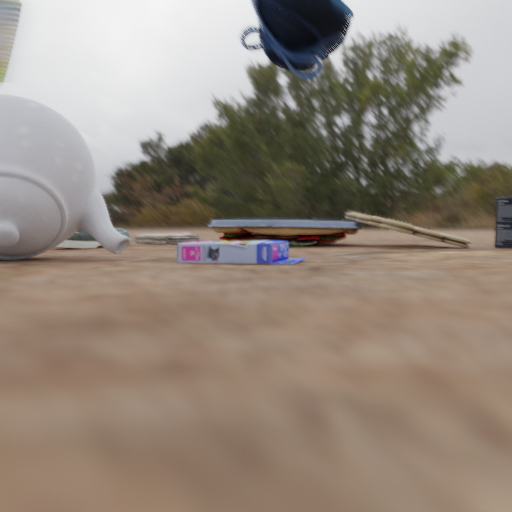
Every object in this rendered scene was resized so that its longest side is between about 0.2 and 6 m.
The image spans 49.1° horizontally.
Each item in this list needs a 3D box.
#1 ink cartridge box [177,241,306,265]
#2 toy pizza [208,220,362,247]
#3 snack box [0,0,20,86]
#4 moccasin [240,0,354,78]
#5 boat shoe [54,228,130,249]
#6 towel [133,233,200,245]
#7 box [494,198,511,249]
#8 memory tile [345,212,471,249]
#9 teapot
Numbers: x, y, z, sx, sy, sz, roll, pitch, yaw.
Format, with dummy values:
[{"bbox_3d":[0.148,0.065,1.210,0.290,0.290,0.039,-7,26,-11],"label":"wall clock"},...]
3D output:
[{"bbox_3d":[-0.150,-0.044,6.581,1.351,0.284,0.806,3,4,17],"label":"ink cartridge box"},{"bbox_3d":[0.612,-0.483,12.059,3.296,0.522,3.296,1,2,0],"label":"toy pizza"},{"bbox_3d":[-4.104,-3.208,8.741,0.468,1.257,1.767,16,-2,-27],"label":"snack box"},{"bbox_3d":[0.532,-2.475,6.267,1.098,0.931,2.730,38,19,8],"label":"moccasin"},{"bbox_3d":[-3.117,-0.528,10.845,0.866,0.735,2.378,1,3,15],"label":"boat shoe"},{"bbox_3d":[-2.052,-0.396,12.835,0.997,0.259,1.505,-2,3,-41],"label":"towel"},{"bbox_3d":[5.059,-0.620,10.558,1.049,0.955,0.546,-3,4,-30],"label":"box"},{"bbox_3d":[2.946,-0.549,11.156,1.847,0.202,2.410,12,6,-14],"label":"memory tile"},{"bbox_3d":[-3.028,-0.736,6.725,2.229,2.200,1.628,-23,45,5],"label":"teapot"}]
